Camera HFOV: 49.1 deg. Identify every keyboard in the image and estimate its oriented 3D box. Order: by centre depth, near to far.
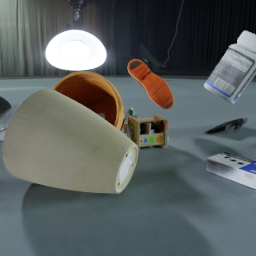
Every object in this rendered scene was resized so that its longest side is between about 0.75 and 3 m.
[{"bbox_3d":[3.591,0.004,9.941,1.009,0.384,1.939,-19,-1,41],"label":"keyboard"}]

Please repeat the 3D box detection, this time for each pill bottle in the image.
[{"bbox_3d":[2.695,-1.480,6.911,0.908,1.595,0.908,28,18,-10],"label":"pill bottle"}]

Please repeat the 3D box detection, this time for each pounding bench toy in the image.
[{"bbox_3d":[0.527,0.052,8.322,1.051,0.837,1.347,-4,14,-18],"label":"pounding bench toy"}]

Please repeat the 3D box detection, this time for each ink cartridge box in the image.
[{"bbox_3d":[2.446,0.893,5.895,0.685,0.322,1.458,-10,17,-34],"label":"ink cartridge box"}]

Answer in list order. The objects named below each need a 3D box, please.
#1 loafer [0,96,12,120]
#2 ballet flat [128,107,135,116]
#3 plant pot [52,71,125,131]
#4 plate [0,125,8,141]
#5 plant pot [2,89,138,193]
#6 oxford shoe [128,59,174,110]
[{"bbox_3d":[-5.114,-0.219,9.728,1.055,1.026,2.890,44,20,-6],"label":"loafer"},{"bbox_3d":[0.174,-0.789,12.948,0.348,0.329,1.032,-1,13,-5],"label":"ballet flat"},{"bbox_3d":[-1.004,-0.370,7.893,2.152,2.152,1.506,4,-2,18],"label":"plant pot"},{"bbox_3d":[-4.033,0.129,9.325,1.416,0.229,1.413,0,13,-2],"label":"plate"},{"bbox_3d":[-0.899,0.432,5.273,1.990,1.864,1.864,19,20,19],"label":"plant pot"},{"bbox_3d":[0.842,-1.550,10.076,0.773,2.167,0.790,-40,1,-1],"label":"oxford shoe"}]
